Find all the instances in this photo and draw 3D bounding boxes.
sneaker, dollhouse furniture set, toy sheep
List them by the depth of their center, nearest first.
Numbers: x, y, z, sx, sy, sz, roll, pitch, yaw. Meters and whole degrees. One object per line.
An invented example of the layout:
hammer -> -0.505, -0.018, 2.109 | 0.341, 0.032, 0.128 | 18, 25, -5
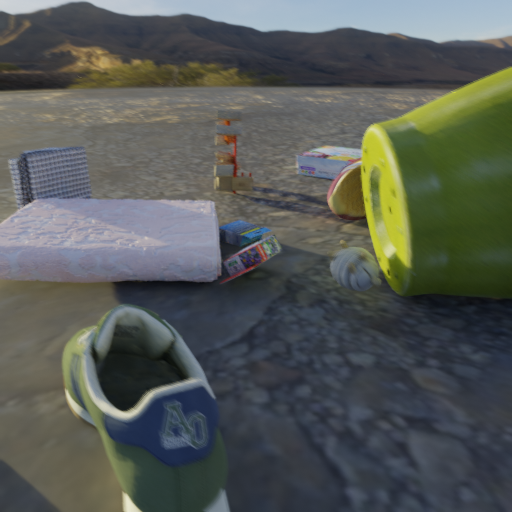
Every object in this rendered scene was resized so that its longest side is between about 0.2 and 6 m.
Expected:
sneaker -> -1.009, 0.936, 4.665 | 0.979, 1.311, 2.920 | -10, 23, -26
toy sheep -> 1.244, 0.159, 7.071 | 0.608, 0.608, 0.882 | -10, 29, -25
sneaker -> 2.073, -1.368, 11.401 | 1.265, 1.052, 2.807 | -22, 9, 47
dollhouse furniture set -> -0.506, -2.257, 13.048 | 0.870, 1.689, 1.670 | 2, 54, -2

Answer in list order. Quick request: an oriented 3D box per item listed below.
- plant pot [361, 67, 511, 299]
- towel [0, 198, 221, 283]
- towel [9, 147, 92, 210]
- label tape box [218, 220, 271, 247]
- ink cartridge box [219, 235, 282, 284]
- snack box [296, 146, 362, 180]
plant pot -> 3.237, -0.870, 7.271 | 3.361, 3.491, 3.491 | -11, 21, 2
towel -> -2.303, -0.313, 8.962 | 3.420, 0.551, 3.266 | 0, 19, -5
towel -> -3.939, -1.438, 10.964 | 0.677, 1.309, 1.581 | 6, 19, 26
label tape box -> -0.197, -0.363, 9.651 | 0.786, 0.260, 0.563 | 20, 30, 38
ink cartridge box -> -0.114, 0.035, 8.032 | 0.603, 0.279, 1.107 | -26, 3, 28
snack box -> 2.370, -2.383, 14.552 | 2.191, 0.580, 1.558 | 15, 25, 34
